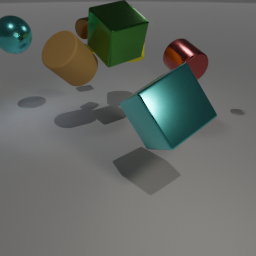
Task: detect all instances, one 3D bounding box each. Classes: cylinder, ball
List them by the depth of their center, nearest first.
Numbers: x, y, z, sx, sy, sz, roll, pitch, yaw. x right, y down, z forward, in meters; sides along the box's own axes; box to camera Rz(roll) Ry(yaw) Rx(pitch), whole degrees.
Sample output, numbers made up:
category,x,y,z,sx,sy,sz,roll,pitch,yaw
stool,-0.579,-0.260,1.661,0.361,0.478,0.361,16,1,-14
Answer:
category,x,y,z,sx,sy,sz,roll,pitch,yaw
cylinder,-1.959,-2.341,9.597,1.400,1.400,1.400,16,-10,28
cylinder,-1.393,-3.567,9.924,0.700,0.700,0.700,14,34,25
ball,-4.397,-3.559,10.717,1.400,1.400,1.400,0,28,0
cylinder,-0.015,-3.580,11.562,1.400,1.400,1.400,2,-1,0
cylinder,2.402,-2.823,11.780,1.400,1.400,1.400,-12,45,-22

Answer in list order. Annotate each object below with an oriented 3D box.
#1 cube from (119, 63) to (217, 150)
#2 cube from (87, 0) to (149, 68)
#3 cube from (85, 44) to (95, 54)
category,x,y,z,sx,sy,sz,roll,pitch,yaw
cube,0.883,-0.437,6.561,1.400,1.400,1.400,-34,7,-17
cube,-0.381,-3.106,9.219,1.400,1.400,1.400,-25,61,-27
cube,-2.170,-3.673,13.696,0.700,0.700,0.700,10,35,-41
